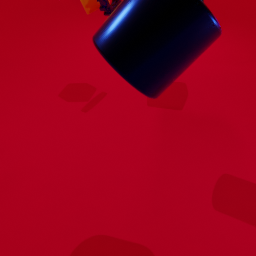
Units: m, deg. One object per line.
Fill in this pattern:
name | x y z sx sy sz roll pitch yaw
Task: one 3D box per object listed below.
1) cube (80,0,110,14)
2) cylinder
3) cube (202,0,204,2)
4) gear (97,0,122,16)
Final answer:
cube | -1.212 -4.448 9.135 0.853 0.853 0.853 -25 78 3
cylinder | 0.403 -1.354 4.110 1.349 1.349 1.349 40 18 -16
cube | 1.845 -3.784 9.185 1.173 1.173 1.173 1 64 11
gear | -0.559 -4.084 8.669 0.218 1.177 1.177 11 40 26
